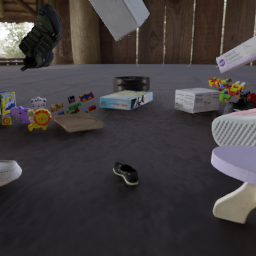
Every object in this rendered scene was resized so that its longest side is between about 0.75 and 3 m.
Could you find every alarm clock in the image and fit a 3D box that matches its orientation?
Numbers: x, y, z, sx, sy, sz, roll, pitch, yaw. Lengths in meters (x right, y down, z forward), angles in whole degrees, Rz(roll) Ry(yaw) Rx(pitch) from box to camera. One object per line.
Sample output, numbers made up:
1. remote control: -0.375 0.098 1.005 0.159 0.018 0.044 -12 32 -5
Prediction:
1. alarm clock: 0.155 -2.279 14.793 1.916 0.945 2.840 -1 18 -3

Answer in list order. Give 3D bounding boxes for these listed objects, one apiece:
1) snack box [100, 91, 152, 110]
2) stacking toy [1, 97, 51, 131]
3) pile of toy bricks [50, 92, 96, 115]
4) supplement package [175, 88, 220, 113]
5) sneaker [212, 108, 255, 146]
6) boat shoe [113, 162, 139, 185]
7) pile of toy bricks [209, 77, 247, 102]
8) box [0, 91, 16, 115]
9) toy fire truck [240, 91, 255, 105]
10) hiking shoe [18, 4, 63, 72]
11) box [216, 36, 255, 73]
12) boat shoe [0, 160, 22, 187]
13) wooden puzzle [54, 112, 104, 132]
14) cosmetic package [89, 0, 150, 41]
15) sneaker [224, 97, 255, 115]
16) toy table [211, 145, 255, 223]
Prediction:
1. snack box: -0.008 -1.228 11.931 1.369 0.437 2.357 8 17 25
2. stacking toy: -3.847 -0.420 8.663 2.822 0.663 2.128 -5 16 -15
3. pile of toy bricks: -1.848 -0.649 9.659 1.507 0.836 0.744 -23 -6 -18
4. supplement package: 2.667 -1.086 10.824 1.359 0.754 1.059 -8 18 -31
5. sneaker: 3.255 0.133 5.747 1.547 1.114 2.960 -11 14 -20
6. boat shoe: -0.043 0.774 5.144 0.289 0.247 0.789 -8 16 -25
7. pile of toy bricks: 4.211 -1.494 12.283 0.993 1.116 2.012 -43 32 -10
8. box: -5.482 -0.996 10.461 2.442 0.785 0.855 4 15 15
9. toy fire truck: 5.148 -1.049 11.014 1.252 0.805 1.102 -2 12 32
10. hiking shoe: -3.169 -3.070 9.946 0.985 2.601 1.309 37 44 10
11. box: 3.570 -2.217 7.592 0.554 0.518 2.675 -16 -4 -27
12. boat shoe: -2.820 0.680 4.642 1.945 0.674 0.689 -5 16 -18
13. wooden puzzle: -1.513 -0.159 8.572 1.192 0.240 1.288 -9 22 -29
14. cosmetic package: -0.380 -3.269 6.802 0.793 1.953 1.102 -20 25 33
15. sneaker: 3.724 -0.485 8.449 1.845 0.901 0.652 -1 13 -10
16. toy table: 1.866 0.852 3.538 1.615 0.946 1.485 13 20 37
